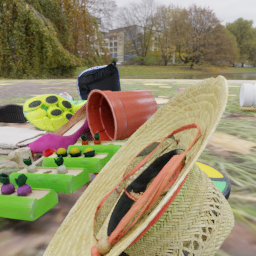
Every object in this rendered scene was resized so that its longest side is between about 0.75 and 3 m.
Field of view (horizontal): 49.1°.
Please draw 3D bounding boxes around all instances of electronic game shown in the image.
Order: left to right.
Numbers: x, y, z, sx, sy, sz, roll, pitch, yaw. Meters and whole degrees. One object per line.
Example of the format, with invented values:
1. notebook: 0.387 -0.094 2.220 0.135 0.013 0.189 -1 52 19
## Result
1. electronic game: 0.457 0.763 4.123 1.992 0.414 1.992 0 12 0

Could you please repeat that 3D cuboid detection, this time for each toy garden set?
1. toy garden set: -1.416 0.498 4.379 2.052 0.491 2.461 -2 12 26

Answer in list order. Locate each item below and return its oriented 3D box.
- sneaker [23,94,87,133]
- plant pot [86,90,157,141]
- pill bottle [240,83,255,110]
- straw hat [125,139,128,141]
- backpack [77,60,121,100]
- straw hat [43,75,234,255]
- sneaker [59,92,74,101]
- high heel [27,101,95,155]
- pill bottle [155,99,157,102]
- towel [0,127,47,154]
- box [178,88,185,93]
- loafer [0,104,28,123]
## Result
1. sneaker: -1.889 -0.338 8.133 1.194 1.058 2.857 -10 -3 30
2. plant pot: -0.077 -0.277 5.784 1.156 1.189 1.189 -14 18 -32
3. pill bottle: 6.088 -1.352 11.771 2.468 1.366 1.366 2 12 11
4. straw hat: 0.388 0.443 5.697 0.922 0.390 0.922 -1 11 0
5. backpack: -1.516 -2.139 14.082 2.102 2.207 1.700 -10 9 -18
6. straw hat: 0.320 0.739 2.543 1.047 2.475 2.475 41 11 -6
7. sneaker: -3.083 -1.547 14.565 0.671 0.632 1.640 0 11 -32
8. high heel: -1.388 -0.112 6.425 0.801 1.142 2.377 4 12 26
9. pill bottle: 1.138 -1.164 13.076 0.450 0.450 0.752 0 12 2
10. towel: -3.009 0.252 6.690 2.023 0.349 1.340 3 12 17
11. box: 3.702 -2.012 16.552 1.350 0.644 0.673 8 15 33
12. loafer: -4.072 -0.553 9.674 1.820 0.665 0.646 3 13 11
